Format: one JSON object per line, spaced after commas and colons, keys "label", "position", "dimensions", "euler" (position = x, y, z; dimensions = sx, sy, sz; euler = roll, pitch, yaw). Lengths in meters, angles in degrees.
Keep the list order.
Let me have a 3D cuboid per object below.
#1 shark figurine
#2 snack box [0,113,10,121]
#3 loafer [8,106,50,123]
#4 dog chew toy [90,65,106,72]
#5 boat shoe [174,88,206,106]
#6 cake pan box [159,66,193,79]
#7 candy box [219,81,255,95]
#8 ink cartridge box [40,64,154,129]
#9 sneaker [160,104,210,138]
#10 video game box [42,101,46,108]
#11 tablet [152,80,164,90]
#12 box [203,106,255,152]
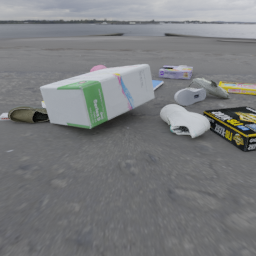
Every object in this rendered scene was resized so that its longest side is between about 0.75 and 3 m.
{"label": "shark figurine", "position": [3.005, -1.589, 11.348], "dimensions": [1.177, 0.822, 1.970], "euler": [26, 7, -45]}
{"label": "snack box", "position": [-3.501, -0.375, 8.973], "dimensions": [1.084, 0.132, 0.390], "euler": [-2, 22, -4]}
{"label": "loafer", "position": [-2.971, -0.408, 8.552], "dimensions": [1.351, 0.508, 0.471], "euler": [-5, 18, -12]}
{"label": "dog chew toy", "position": [-1.508, -2.770, 14.145], "dimensions": [0.820, 0.820, 1.318], "euler": [-11, 18, -26]}
{"label": "boat shoe", "position": [2.227, -1.230, 10.497], "dimensions": [1.722, 0.620, 0.566], "euler": [-18, 22, -38]}
{"label": "cake pan box", "position": [2.577, -3.014, 15.135], "dimensions": [1.735, 0.454, 1.598], "euler": [7, 21, 16]}
{"label": "candy box", "position": [5.030, -1.714, 12.106], "dimensions": [2.141, 0.283, 1.094], "euler": [8, 26, 19]}
{"label": "ink cartridge box", "position": [-0.842, -1.058, 8.544], "dimensions": [2.030, 1.223, 2.794], "euler": [6, 27, 43]}
{"label": "sneaker", "position": [1.398, -0.161, 7.934], "dimensions": [0.776, 0.660, 1.754], "euler": [-37, 32, -21]}
{"label": "video game box", "position": [-2.391, -0.791, 9.860], "dimensions": [1.066, 0.249, 0.971], "euler": [-11, 27, -26]}
{"label": "tablet", "position": [0.643, -1.907, 12.758], "dimensions": [1.472, 0.154, 2.262], "euler": [9, 24, 20]}
{"label": "box", "position": [3.254, -0.050, 7.715], "dimensions": [1.588, 0.491, 1.989], "euler": [-8, 23, -15]}
